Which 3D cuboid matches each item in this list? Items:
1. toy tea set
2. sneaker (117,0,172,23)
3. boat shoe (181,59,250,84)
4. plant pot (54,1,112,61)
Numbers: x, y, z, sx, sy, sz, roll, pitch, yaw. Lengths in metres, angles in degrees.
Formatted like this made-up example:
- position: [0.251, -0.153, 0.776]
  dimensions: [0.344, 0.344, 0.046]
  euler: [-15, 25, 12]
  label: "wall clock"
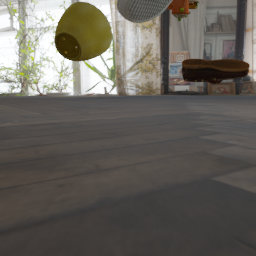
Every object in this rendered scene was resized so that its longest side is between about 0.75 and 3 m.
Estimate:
- position: [1.540, -3.469, 8.290]
  dimensions: [0.995, 0.619, 1.673]
  euler: [15, 23, 36]
  label: "toy tea set"
- position: [0.391, -2.791, 5.216]
  dimensions: [0.997, 0.900, 2.434]
  euler: [29, 56, 21]
  label: "sneaker"
- position: [2.452, -1.585, 7.978]
  dimensions: [1.863, 0.655, 0.656]
  euler: [11, 41, 29]
  label: "boat shoe"
- position: [-1.768, -3.197, 9.971]
  dimensions: [2.054, 2.054, 1.458]
  euler: [4, 41, 24]
  label: "plant pot"
